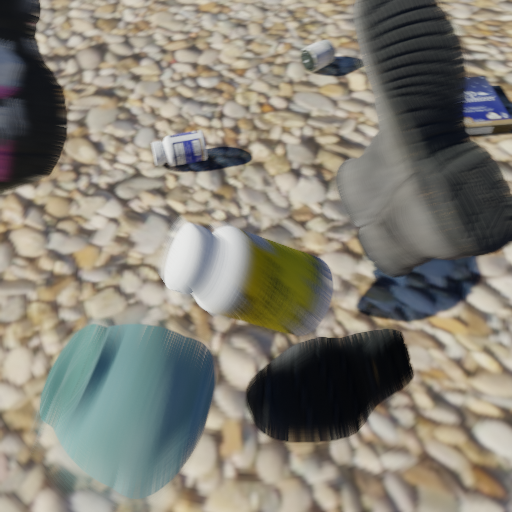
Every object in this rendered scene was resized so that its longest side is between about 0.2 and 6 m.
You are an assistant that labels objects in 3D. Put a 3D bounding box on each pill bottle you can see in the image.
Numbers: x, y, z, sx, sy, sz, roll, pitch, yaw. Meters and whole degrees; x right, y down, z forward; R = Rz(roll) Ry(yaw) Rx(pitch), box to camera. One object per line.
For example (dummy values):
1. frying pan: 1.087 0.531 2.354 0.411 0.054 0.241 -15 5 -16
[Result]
1. pill bottle: -0.051 0.151 3.789 1.041 0.585 0.585 18 49 -25
2. pill bottle: -1.332 -1.842 9.711 0.885 0.530 0.530 -12 54 -9

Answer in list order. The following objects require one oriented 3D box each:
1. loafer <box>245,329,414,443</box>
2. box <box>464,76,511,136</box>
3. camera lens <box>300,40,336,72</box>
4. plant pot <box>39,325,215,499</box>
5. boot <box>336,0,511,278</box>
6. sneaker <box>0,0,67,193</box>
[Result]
1. loafer: 0.602 1.088 4.782 0.816 2.324 0.789 -21 79 33
2. box: 4.059 -2.975 10.728 1.049 0.281 1.732 -6 52 -4
3. camera lens: 1.249 -4.066 11.395 0.623 0.498 0.498 -32 59 -22
4. plant pot: -0.836 0.824 3.349 1.017 0.682 1.017 -35 35 30
5. boot: 1.205 -1.060 5.277 0.913 1.723 2.617 -16 89 -20
6. sneaker: -2.889 -1.943 6.170 1.126 1.048 2.609 -10 83 37
